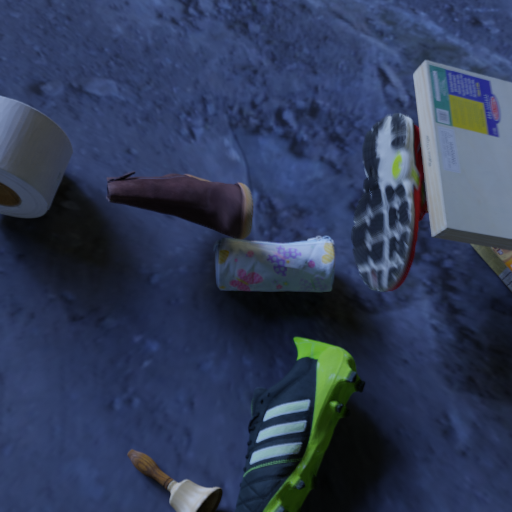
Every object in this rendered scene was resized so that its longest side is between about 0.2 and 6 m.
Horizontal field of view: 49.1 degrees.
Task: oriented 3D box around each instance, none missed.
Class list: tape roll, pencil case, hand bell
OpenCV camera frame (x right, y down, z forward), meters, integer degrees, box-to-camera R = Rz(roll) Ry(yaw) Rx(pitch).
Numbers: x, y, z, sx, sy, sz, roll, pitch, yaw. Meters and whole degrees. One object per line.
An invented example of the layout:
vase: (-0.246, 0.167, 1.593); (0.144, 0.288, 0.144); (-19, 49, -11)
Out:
tape roll: (-4.057, -1.555, 9.095); (1.769, 1.769, 1.215); (11, 65, 5)
pencil case: (0.297, 0.136, 8.784); (1.928, 0.875, 0.802); (-1, 34, 2)
hand bell: (-1.228, 3.103, 7.683); (1.409, 0.734, 0.734); (27, 67, 26)

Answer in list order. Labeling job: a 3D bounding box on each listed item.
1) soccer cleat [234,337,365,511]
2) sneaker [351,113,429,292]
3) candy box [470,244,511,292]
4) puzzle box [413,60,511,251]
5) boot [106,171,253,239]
soccer cleat: (0.327, 2.594, 7.703); (1.272, 1.059, 3.138); (19, 68, 34)
sneaker: (2.205, -0.750, 8.211); (1.171, 1.062, 2.758); (22, 70, -33)
candy box: (4.339, 0.080, 9.076); (0.873, 0.418, 1.512); (-29, 68, -14)
puzzle box: (3.266, -1.441, 8.080); (1.844, 0.352, 2.772); (8, 67, -16)
boot: (-1.185, -0.750, 8.227); (1.902, 2.286, 0.827); (-1, 106, -21)
